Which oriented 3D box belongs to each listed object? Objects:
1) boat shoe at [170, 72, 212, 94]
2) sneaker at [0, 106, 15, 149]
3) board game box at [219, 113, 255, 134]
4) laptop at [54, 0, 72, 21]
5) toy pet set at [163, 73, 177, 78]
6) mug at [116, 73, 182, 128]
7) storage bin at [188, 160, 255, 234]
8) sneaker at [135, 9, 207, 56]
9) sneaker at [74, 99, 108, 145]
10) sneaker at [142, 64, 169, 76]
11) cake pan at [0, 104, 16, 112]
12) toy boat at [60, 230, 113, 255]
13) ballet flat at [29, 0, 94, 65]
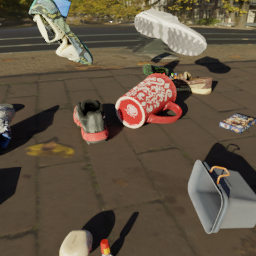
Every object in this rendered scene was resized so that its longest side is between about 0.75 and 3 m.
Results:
[{"bbox_3d":[3.026,-2.494,14.803,2.827,1.017,1.020,14,29,27],"label":"boat shoe"},{"bbox_3d":[-4.427,0.196,9.500,1.176,1.064,2.762,12,34,2],"label":"sneaker"},{"bbox_3d":[4.304,-0.200,10.959,0.878,0.224,1.297,23,34,40],"label":"board game box"},{"bbox_3d":[-2.880,-4.554,10.800,1.102,0.642,1.244,18,47,-14],"label":"laptop"},{"bbox_3d":[2.378,-2.882,15.986,0.760,0.710,0.404,4,35,9],"label":"toy pet set"},{"bbox_3d":[0.928,-1.040,11.203,2.162,1.625,2.436,14,32,31],"label":"mug"},{"bbox_3d":[2.261,1.510,6.506,1.119,1.213,1.666,7,24,-10],"label":"storage bin"},{"bbox_3d":[1.769,-3.882,10.779,2.972,1.111,1.219,33,62,12],"label":"sneaker"},{"bbox_3d":[-1.449,-0.538,10.378,0.990,1.369,2.801,-11,26,-17],"label":"sneaker"},{"bbox_3d":[1.743,-3.597,17.674,1.763,0.688,0.751,18,23,16],"label":"sneaker"},{"bbox_3d":[-5.526,-0.768,12.145,1.229,0.225,1.229,0,26,0],"label":"cake pan"},{"bbox_3d":[-0.806,2.383,5.442,1.010,0.469,0.849,-2,20,13],"label":"toy boat"},{"bbox_3d":[-2.154,-2.868,9.004,0.990,2.667,0.990,-23,38,20],"label":"ballet flat"}]
